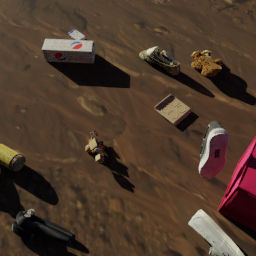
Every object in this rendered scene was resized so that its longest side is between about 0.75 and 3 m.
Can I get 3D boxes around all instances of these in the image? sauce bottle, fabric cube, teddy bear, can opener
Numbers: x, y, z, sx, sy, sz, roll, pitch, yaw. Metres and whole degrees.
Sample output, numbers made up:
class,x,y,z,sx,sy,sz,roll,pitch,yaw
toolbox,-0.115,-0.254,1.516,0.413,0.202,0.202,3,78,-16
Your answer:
class,x,y,z,sx,sy,sz,roll,pitch,yaw
sauce bottle,-4.950,0.945,10.790,2.107,0.682,0.682,24,60,18
fabric cube,4.683,1.998,9.079,2.362,2.324,2.369,26,61,17
teddy bear,3.805,-3.128,13.622,1.437,0.662,1.981,-19,50,-21
can opener,-2.767,3.321,9.304,2.174,0.855,0.689,15,18,6

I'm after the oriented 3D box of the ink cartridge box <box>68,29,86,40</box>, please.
class,x,y,z,sx,sy,sz,roll,pitch,yaw
ink cartridge box,-2.761,-4.942,15.024,0.884,0.186,0.528,41,65,20

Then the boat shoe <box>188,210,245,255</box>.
class,x,y,z,sx,sy,sz,roll,pitch,yaw
boat shoe,2.897,3.741,8.938,0.828,0.811,2.324,-43,66,-1

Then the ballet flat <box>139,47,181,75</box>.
class,x,y,z,sx,sy,sz,roll,pitch,yaw
ballet flat,1.580,-3.425,13.582,2.339,0.881,0.793,35,61,21

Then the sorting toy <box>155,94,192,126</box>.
class,x,y,z,sx,sy,sz,roll,pitch,yaw
sorting toy,1.964,-0.791,12.240,1.155,0.228,1.248,-39,69,-23

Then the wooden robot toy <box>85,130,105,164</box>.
class,x,y,z,sx,sy,sz,roll,pitch,yaw
wooden robot toy,-1.344,0.823,11.061,0.677,0.657,1.491,-35,56,20

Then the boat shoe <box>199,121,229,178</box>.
class,x,y,z,sx,sy,sz,roll,pitch,yaw
boat shoe,2.816,0.739,9.509,0.838,2.397,0.794,-6,44,2

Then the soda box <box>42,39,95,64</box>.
class,x,y,z,sx,sy,sz,roll,pitch,yaw
soda box,-2.903,-3.817,13.903,2.468,0.786,0.840,4,56,2
